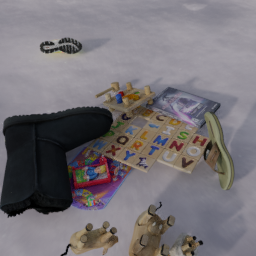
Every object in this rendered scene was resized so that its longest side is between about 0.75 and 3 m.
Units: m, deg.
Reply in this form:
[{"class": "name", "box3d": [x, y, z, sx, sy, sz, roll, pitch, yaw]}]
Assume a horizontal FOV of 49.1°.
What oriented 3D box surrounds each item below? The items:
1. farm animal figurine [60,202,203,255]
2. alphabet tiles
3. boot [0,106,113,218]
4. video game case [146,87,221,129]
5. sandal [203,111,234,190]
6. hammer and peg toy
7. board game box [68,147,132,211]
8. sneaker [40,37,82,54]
[{"class": "farm animal figurine", "box3d": [0.103, 2.299, 5.205, 2.098, 1.094, 2.075, 41, 44, 8]}, {"class": "alphabet tiles", "box3d": [0.669, 0.277, 7.483, 2.714, 0.102, 2.269, 19, 44, 27]}, {"class": "boot", "box3d": [-1.528, 0.762, 6.657, 2.826, 1.079, 2.374, -6, 59, -17]}, {"class": "video game case", "box3d": [1.638, -0.663, 8.353, 1.807, 0.171, 1.291, 25, 46, 30]}, {"class": "sandal", "box3d": [2.043, 0.557, 6.708, 0.538, 0.749, 1.886, -14, 84, -3]}, {"class": "hammer and peg toy", "box3d": [-0.150, -0.901, 8.497, 1.235, 0.592, 1.678, -33, 33, -30]}, {"class": "board game box", "box3d": [-0.862, 1.060, 6.914, 1.496, 0.369, 1.893, 25, 52, 20]}, {"class": "sneaker", "box3d": [-2.512, -3.128, 10.627, 1.548, 0.605, 0.699, -1, 18, -6]}]
